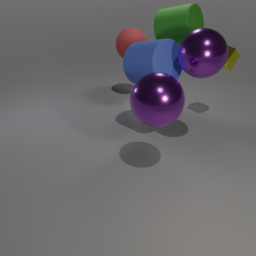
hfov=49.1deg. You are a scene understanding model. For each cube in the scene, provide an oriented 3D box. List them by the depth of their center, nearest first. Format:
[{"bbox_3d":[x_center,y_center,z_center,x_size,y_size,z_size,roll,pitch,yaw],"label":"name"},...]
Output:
[{"bbox_3d":[3.579,-2.613,10.331,0.700,0.700,0.700,37,15,32],"label":"cube"}]

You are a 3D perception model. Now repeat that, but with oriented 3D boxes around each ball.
[{"bbox_3d":[0.745,-0.718,7.166,1.400,1.400,1.400,0,29,0],"label":"ball"},{"bbox_3d":[2.139,-2.134,8.054,1.400,1.400,1.400,0,29,0],"label":"ball"},{"bbox_3d":[0.150,-3.717,12.465,1.400,1.400,1.400,0,29,0],"label":"ball"}]

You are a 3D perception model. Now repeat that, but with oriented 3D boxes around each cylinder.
[{"bbox_3d":[0.794,-2.083,9.002,1.400,1.400,1.400,-24,24,-36],"label":"cylinder"},{"bbox_3d":[1.909,-3.807,10.472,1.400,1.400,1.400,6,27,38],"label":"cylinder"}]
